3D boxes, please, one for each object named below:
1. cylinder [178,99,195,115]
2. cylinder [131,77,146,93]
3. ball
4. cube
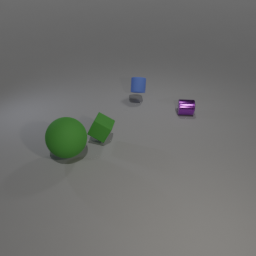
[{"bbox_3d":[2.619,-0.933,12.612,0.700,0.700,0.700,2,31,4],"label":"cylinder"},{"bbox_3d":[0.494,-2.044,13.371,0.700,0.700,0.700,3,4,0],"label":"cylinder"},{"bbox_3d":[-2.092,0.323,9.507,1.400,1.400,1.400,0,31,0],"label":"ball"},{"bbox_3d":[-0.995,-0.023,10.449,0.700,0.700,0.700,29,31,-8],"label":"cube"}]
